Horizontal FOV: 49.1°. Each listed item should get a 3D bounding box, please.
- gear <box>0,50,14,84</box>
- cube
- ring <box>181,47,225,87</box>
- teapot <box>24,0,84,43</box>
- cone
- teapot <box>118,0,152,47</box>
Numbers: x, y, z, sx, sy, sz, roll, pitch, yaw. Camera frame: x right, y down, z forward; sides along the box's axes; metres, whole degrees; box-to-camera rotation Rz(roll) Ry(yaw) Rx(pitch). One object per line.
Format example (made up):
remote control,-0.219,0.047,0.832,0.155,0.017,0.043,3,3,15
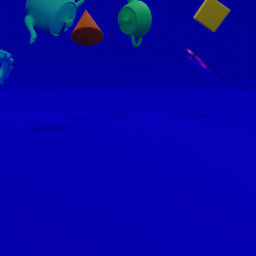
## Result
gear,-3.753,-1.703,8.082,0.201,1.089,1.089,30,12,3
cube,2.665,-3.650,9.008,0.773,0.773,0.773,33,23,-5
ring,2.662,-2.187,9.996,1.947,0.389,1.947,36,20,-15
teapot,-1.624,-2.466,6.039,1.843,0.902,1.146,-49,-6,-28
cone,-1.266,-3.201,8.578,0.966,0.970,0.966,-5,-16,-2
teapot,0.153,-3.830,9.746,1.228,1.975,0.967,3,21,45
